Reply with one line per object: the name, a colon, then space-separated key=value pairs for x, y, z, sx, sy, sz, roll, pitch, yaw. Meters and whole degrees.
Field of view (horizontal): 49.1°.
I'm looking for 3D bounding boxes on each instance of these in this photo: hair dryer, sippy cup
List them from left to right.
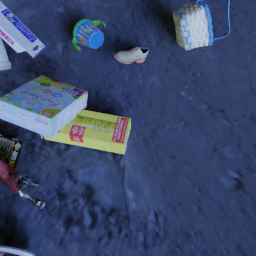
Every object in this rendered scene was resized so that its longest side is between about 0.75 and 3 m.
hair dryer: x=-2.746 y=1.175 z=6.897 sx=1.800 sy=1.371 sz=0.489 roll=23 pitch=48 yaw=19
sippy cup: x=-1.295 y=-3.171 z=9.620 sx=0.906 sy=1.154 sz=0.846 roll=-2 pitch=35 yaw=-49

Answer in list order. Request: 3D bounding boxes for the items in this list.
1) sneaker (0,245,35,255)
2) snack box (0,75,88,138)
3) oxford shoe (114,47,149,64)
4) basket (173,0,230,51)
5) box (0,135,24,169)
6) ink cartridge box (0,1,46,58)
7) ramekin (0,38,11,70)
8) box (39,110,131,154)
sneaker: x=-3.380 y=3.252 z=6.614 sx=2.178 sy=0.764 sz=0.893 roll=3 pitch=56 yaw=6
snack box: x=-2.191 y=-0.653 z=7.485 sx=1.564 sy=0.628 sz=1.854 roll=19 pitch=35 yaw=12
oxford shoe: x=0.122 y=-2.485 z=9.288 sx=1.434 sy=0.529 sz=0.508 roll=-21 pitch=67 yaw=-46
basket: x=2.559 y=-3.646 z=9.519 sx=1.904 sy=1.679 sz=1.324 roll=-18 pitch=40 yaw=1
box: x=-3.549 y=0.816 z=7.752 sx=0.969 sy=0.299 sz=1.213 roll=20 pitch=70 yaw=-27
ink cartridge box: x=-3.018 y=-2.556 z=7.387 sx=1.665 sy=0.309 sz=0.788 roll=43 pitch=35 yaw=-20
ramekin: x=-4.771 y=-2.243 z=8.522 sx=2.114 sy=2.114 sz=1.110 roll=-7 pitch=106 yaw=-3
box: x=-1.275 y=0.020 z=8.325 sx=2.614 sy=0.655 sz=0.984 roll=12 pitch=61 yaw=6
